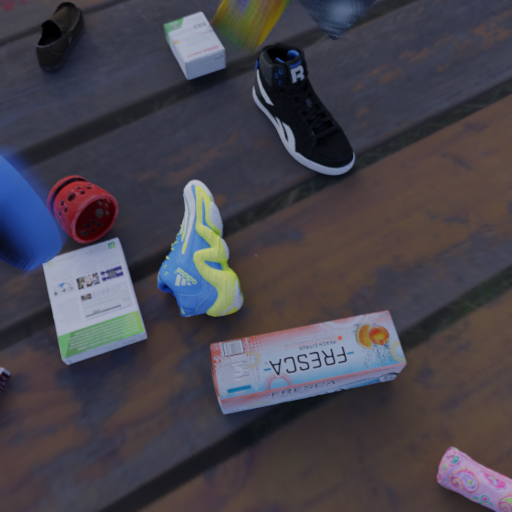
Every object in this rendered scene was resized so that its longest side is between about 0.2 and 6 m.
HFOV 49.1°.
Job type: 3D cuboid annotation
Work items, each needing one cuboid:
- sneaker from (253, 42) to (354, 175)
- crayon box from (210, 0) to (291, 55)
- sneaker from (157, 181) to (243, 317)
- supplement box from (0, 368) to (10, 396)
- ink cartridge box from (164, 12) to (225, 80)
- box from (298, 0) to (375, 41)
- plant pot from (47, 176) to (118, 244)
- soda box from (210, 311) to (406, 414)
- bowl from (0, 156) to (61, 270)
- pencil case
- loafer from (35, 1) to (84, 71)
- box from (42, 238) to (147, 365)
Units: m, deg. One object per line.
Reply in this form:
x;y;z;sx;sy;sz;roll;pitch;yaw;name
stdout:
0.885;-3.020;11.107;1.079;1.653;2.955;-34;68;-16;sneaker
0.002;-3.509;7.750;0.759;0.304;1.196;33;99;-16;crayon box
-1.212;-0.110;10.010;1.399;1.009;2.663;-16;65;-7;sneaker
-4.525;2.298;9.188;0.536;0.300;0.985;11;65;5;supplement box
-1.369;-4.708;12.570;0.956;0.576;1.316;-23;64;-10;ink cartridge box
1.048;-3.565;7.490;0.881;0.866;0.546;-42;55;17;box
-3.268;-0.899;10.391;0.958;1.052;1.052;35;68;21;plant pot
0.787;1.736;9.061;2.982;1.020;0.948;-10;64;-5;soda box
-3.443;-0.659;7.129;2.130;2.130;0.418;31;58;14;bowl
3.501;3.469;8.393;1.496;0.654;0.654;25;66;15;pencil case
-4.456;-5.116;12.697;0.725;0.709;1.986;6;63;3;loafer
-2.887;0.767;9.940;1.441;0.363;1.997;-17;63;-9;box
